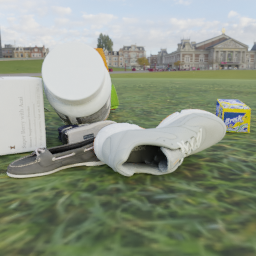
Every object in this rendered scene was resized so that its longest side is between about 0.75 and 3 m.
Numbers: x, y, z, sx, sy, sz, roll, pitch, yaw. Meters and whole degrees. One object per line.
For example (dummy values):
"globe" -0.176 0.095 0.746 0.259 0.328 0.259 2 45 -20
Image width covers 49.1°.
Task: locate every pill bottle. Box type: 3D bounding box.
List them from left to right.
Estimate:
"pill bottle" -1.315 -0.993 7.665 1.737 1.737 2.984 -1 -12 -5

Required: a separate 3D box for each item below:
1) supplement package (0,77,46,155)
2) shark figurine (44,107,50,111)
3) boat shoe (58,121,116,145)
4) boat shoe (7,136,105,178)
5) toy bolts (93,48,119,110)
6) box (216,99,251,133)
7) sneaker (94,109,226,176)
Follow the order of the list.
"supplement package" -3.646 -0.307 6.622 2.926 1.774 1.752 -7 14 -30
"shark figurine" -4.139 -1.080 12.267 1.150 1.925 0.803 31 61 10
"boat shoe" -1.062 0.077 7.522 1.703 0.636 0.790 -8 21 -34
"boat shoe" -1.347 0.511 5.678 2.094 0.597 0.700 -6 14 -27
"toy bolts" -1.673 -1.539 11.403 1.986 2.736 2.864 -16 -4 -6
"box" 3.587 -0.486 9.754 0.869 0.798 2.481 3 12 13
"sneaker" 0.879 0.406 5.584 2.914 1.103 1.340 -12 23 -18
